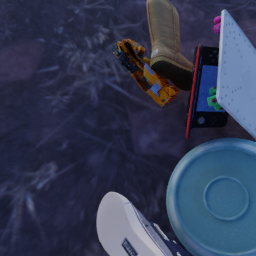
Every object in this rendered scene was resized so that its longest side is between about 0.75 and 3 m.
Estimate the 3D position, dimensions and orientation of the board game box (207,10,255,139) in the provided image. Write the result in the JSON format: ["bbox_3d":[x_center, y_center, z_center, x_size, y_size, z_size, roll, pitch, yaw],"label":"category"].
[{"bbox_3d":[2.694,-1.000,6.492,2.545,0.329,2.544,33,57,-34],"label":"board game box"}]

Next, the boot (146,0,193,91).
[{"bbox_3d":[1.246,-2.173,7.217,1.831,0.692,2.091,23,56,-38],"label":"boot"}]

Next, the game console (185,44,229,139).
[{"bbox_3d":[1.891,-0.803,6.169,1.655,1.140,1.921,0,107,-17],"label":"game console"}]

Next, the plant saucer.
[{"bbox_3d":[1.958,1.400,5.537,2.630,0.360,2.630,-10,66,24],"label":"plant saucer"}]

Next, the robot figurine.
[{"bbox_3d":[0.422,-1.412,6.837,0.572,1.425,1.965,-41,86,20],"label":"robot figurine"}]

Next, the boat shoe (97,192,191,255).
[{"bbox_3d":[0.326,2.172,5.184,0.953,1.184,2.552,-57,31,6],"label":"boat shoe"}]
